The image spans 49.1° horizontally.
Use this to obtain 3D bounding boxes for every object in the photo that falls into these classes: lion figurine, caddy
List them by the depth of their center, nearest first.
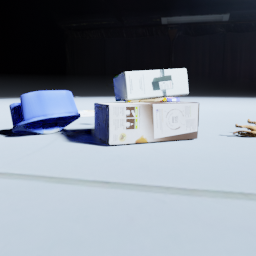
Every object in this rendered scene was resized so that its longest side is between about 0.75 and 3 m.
[{"bbox_3d":[3.883,0.046,8.407,1.473,0.534,0.902,-24,29,-36],"label":"lion figurine"},{"bbox_3d":[-2.582,-0.376,8.841,1.590,1.180,2.249,-24,-8,40],"label":"caddy"}]

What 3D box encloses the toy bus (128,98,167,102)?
[{"bbox_3d":[0.436,-0.543,10.064,2.056,1.940,1.063,0,-35,-4],"label":"toy bus"}]

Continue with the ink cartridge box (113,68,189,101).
[{"bbox_3d":[0.629,-1.215,8.055,1.825,0.758,1.338,-6,4,-17],"label":"ink cartridge box"}]

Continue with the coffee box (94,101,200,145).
[{"bbox_3d":[0.491,-0.215,7.866,2.611,1.041,1.493,-3,9,-20],"label":"coffee box"}]

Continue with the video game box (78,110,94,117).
[{"bbox_3d":[-2.322,-0.747,14.349,1.233,0.289,1.123,-3,11,-21],"label":"video game box"}]

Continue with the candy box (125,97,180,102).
[{"bbox_3d":[1.353,-1.221,15.275,2.463,0.949,2.082,3,7,28],"label":"candy box"}]
